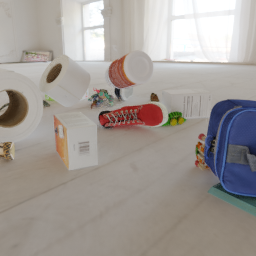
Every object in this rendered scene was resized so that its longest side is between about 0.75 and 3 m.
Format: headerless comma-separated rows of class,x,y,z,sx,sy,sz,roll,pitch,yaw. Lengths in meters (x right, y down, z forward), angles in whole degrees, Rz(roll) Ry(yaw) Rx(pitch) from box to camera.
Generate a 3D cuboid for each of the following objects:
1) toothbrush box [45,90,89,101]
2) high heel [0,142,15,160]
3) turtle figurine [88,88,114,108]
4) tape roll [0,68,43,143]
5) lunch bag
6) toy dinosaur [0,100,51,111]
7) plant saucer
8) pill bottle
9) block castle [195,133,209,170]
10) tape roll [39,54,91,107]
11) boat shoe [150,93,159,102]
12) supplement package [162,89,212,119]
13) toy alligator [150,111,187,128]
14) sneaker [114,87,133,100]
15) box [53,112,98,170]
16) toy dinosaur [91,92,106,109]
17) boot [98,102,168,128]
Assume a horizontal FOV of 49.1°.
toothbrush box,-3.533,-2.119,16.238,2.071,0.891,1.508,4,17,17
high heel,-3.766,0.646,7.902,1.052,0.527,1.476,0,0,-21
turtle figurine,-1.315,-1.592,14.609,1.320,0.888,1.764,19,6,5
tape roll,-4.343,-0.789,9.497,2.401,2.401,1.648,-16,24,-41
lunch bag,3.003,0.408,6.079,2.775,1.886,1.836,4,12,0
toy dinosaur,-5.310,-1.294,14.239,2.541,0.603,1.120,-11,27,-22
plant saucer,2.656,1.553,5.738,0.701,0.190,2.006,-11,20,-35
pill bottle,-0.063,-2.224,11.137,1.251,1.251,2.230,-10,4,-28
block castle,2.142,0.601,7.453,0.660,0.987,0.463,-7,25,-17
tape roll,-2.370,-1.759,10.531,1.647,1.647,1.131,19,-12,46
boat shoe,1.478,-1.733,15.851,0.416,0.393,1.156,-4,18,-13
supplement package,2.584,-1.090,12.529,1.906,1.142,1.156,-4,18,-12
toy alligator,1.655,-0.378,11.337,1.832,0.497,0.543,-10,20,-29
sneaker,-0.368,-2.133,16.239,0.971,0.959,2.445,8,7,10
box,-1.520,0.305,7.990,0.831,1.190,1.564,-8,19,-25
toy dinosaur,-1.749,-1.435,14.669,1.297,0.681,1.177,-38,5,-26
boot,0.056,-0.381,10.503,1.917,0.962,2.657,-13,9,-34
